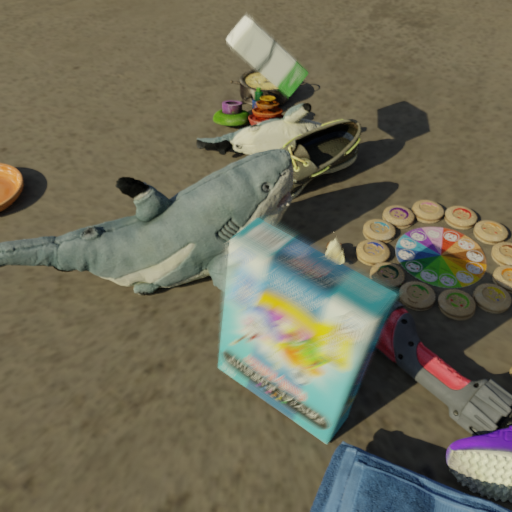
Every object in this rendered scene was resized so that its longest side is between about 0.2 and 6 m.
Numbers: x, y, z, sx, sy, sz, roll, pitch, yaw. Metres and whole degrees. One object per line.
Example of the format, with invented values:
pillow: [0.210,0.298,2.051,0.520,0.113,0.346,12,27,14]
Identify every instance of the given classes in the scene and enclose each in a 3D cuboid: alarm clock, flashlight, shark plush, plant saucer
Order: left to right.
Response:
plant saucer: [-5.169,-1.183,10.500,1.593,0.298,1.593,0,44,0]
shark plush: [-1.679,-0.597,8.707,4.551,1.895,2.067,-3,44,-3]
shark plush: [0.161,-2.313,11.629,2.675,1.215,1.114,-17,20,6]
alarm clock: [0.373,-3.979,13.237,1.754,0.584,1.183,-16,45,-14]
flashlight: [2.371,1.405,7.463,0.752,0.749,2.212,-29,49,-30]

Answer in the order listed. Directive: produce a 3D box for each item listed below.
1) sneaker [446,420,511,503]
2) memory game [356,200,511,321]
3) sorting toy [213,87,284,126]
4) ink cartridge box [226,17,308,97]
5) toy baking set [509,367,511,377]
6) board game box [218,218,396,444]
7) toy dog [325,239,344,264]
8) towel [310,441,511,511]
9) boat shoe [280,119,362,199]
sneaker: [3.279,2.250,6.654,2.105,0.732,1.047,0,30,5]
memory game: [3.116,-0.041,9.377,2.831,0.180,2.831,0,43,0]
sorting toy: [-0.114,-3.243,12.222,1.703,0.699,1.023,13,32,22]
ink cartridge box: [0.167,-3.298,9.238,1.243,0.516,0.911,34,17,-26]
toy baking set: [4.828,1.788,7.278,3.533,0.411,2.712,-27,50,-26]
board game box: [0.448,0.957,6.631,1.780,2.357,0.553,30,47,23]
toy dog: [1.277,-0.095,9.275,0.313,0.435,0.449,-10,17,10]
towel: [2.001,3.199,5.547,3.116,0.756,1.739,18,47,18]
boat shoe: [0.853,-1.814,10.604,2.732,0.817,0.976,-29,68,-20]
